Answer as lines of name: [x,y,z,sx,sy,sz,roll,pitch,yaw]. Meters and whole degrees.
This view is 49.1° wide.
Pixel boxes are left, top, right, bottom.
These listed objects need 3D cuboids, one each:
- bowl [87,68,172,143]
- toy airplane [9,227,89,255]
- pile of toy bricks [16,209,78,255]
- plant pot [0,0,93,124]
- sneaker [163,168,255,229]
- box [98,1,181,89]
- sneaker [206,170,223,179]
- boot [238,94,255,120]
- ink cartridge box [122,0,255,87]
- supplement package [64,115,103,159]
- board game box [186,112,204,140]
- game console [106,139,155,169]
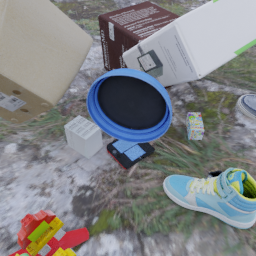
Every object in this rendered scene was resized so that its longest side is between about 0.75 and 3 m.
bowl: [0.032,-0.423,5.659,1.747,1.747,0.343,10,45,11]
toy airplane: [-1.672,2.685,5.520,2.010,0.370,2.010,-1,44,1]
pile of toy bricks: [-1.962,2.618,4.488,1.478,1.315,2.664,26,61,38]
plant pot: [-2.240,-1.305,5.644,2.074,2.076,1.838,-18,53,35]
sneaker: [1.876,1.271,6.236,2.185,1.427,0.869,17,47,18]
box: [0.587,-2.823,9.910,2.163,2.185,2.634,-26,47,-21]
sneaker: [2.346,1.259,6.870,0.811,0.568,0.315,8,44,8]
boot: [4.498,-0.610,8.319,2.388,1.079,0.869,27,72,25]
ink cartridge box: [1.429,-2.010,6.808,2.141,1.236,2.943,-32,13,-16]
supplement package: [-1.218,0.246,7.767,0.829,0.793,0.610,28,50,27]
board game box: [1.997,-0.063,8.374,0.403,0.410,0.782,2,44,3]
game console: [0.055,0.582,7.874,1.108,0.172,0.980,-30,51,-27]
